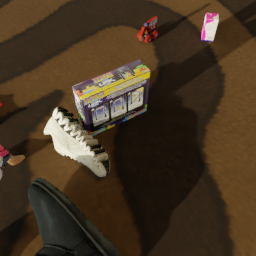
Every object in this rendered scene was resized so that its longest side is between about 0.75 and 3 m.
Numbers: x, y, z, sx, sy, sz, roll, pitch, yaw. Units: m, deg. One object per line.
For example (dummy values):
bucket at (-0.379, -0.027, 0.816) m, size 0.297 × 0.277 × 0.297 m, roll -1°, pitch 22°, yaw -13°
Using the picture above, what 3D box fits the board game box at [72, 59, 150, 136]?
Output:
board game box at (-0.463, -0.873, 8.693) m, size 2.277 × 1.883 × 0.646 m, roll -26°, pitch 57°, yaw -19°

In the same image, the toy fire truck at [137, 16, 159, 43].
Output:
toy fire truck at (0.849, -4.150, 11.804) m, size 1.024 × 0.860 × 0.574 m, roll -39°, pitch 62°, yaw -25°

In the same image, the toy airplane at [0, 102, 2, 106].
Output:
toy airplane at (-4.944, -0.401, 9.340) m, size 1.543 × 0.284 × 1.543 m, roll -1°, pitch 54°, yaw 1°

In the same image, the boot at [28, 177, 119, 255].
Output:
boot at (-2.027, 2.831, 6.346) m, size 2.967 × 1.133 × 2.493 m, roll 39°, pitch 58°, yaw 18°

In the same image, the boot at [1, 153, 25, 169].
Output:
boot at (-3.617, 0.856, 8.400) m, size 0.871 × 0.306 × 0.637 m, roll -23°, pitch 50°, yaw -23°

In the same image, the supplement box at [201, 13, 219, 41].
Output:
supplement box at (3.435, -4.239, 11.775) m, size 0.512 × 1.012 × 0.523 m, roll 8°, pitch 53°, yaw 6°

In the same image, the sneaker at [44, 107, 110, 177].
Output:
sneaker at (-1.520, 0.550, 8.342) m, size 1.030 × 0.955 × 2.542 m, roll -46°, pitch 72°, yaw 10°

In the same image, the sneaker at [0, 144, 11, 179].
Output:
sneaker at (-2.157, 0.587, 4.044) m, size 0.547 × 1.358 × 0.507 m, roll 42°, pitch 48°, yaw -2°
